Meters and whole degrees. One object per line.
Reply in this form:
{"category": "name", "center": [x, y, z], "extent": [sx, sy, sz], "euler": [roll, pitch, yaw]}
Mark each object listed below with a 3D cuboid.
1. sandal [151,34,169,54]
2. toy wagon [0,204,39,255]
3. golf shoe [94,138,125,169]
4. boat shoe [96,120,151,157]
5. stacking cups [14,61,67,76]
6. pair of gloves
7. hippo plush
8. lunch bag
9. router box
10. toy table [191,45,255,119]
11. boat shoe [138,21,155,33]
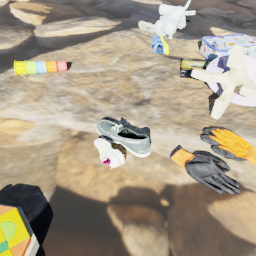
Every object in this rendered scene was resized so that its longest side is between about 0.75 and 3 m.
{"category": "sandal", "center": [1.270, -3.608, 12.083], "extent": [0.617, 0.564, 1.418], "euler": [-11, 39, -7]}
{"category": "toy wagon", "center": [-2.928, 2.395, 4.802], "extent": [2.605, 0.515, 2.021], "euler": [-24, 45, -27]}
{"category": "golf shoe", "center": [-0.567, 0.627, 7.058], "extent": [0.491, 0.404, 1.073], "euler": [-33, 49, -29]}
{"category": "boat shoe", "center": [-0.140, 0.119, 7.520], "extent": [1.830, 0.565, 0.666], "euler": [29, 48, 31]}
{"category": "stacking cups", "center": [-3.240, -2.245, 10.512], "extent": [1.853, 0.560, 0.560], "euler": [-3, 39, -11]}
{"category": "pair of gloves", "center": [2.318, 0.734, 7.032], "extent": [2.067, 0.256, 1.841], "euler": [-32, 49, -31]}
{"category": "hippo plush", "center": [2.103, -4.886, 13.300], "extent": [1.869, 1.489, 1.503], "euler": [13, 70, 38]}
{"category": "lunch bag", "center": [4.102, -3.283, 11.459], "extent": [2.235, 0.845, 1.791], "euler": [-6, 38, -9]}
{"category": "router box", "center": [2.632, -2.223, 10.524], "extent": [1.279, 0.334, 1.005], "euler": [7, 41, 8]}
{"category": "toy table", "center": [3.178, -1.384, 8.339], "extent": [2.339, 2.150, 1.370], "euler": [16, 24, 38]}
{"category": "boat shoe", "center": [1.031, -5.018, 13.939], "extent": [1.150, 0.401, 0.409], "euler": [34, 39, 30]}
